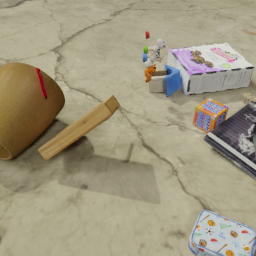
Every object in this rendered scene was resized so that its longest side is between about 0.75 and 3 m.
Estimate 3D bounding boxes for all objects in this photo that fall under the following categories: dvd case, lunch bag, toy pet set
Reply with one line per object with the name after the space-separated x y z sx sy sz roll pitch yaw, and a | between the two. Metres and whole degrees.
4.190 0.308 9.094 2.940 0.235 2.186 -31 56 -31 | dvd case
2.196 2.567 6.418 1.424 0.538 1.141 19 42 23 | lunch bag
1.371 -2.364 10.884 1.286 2.260 2.421 -3 40 10 | toy pet set

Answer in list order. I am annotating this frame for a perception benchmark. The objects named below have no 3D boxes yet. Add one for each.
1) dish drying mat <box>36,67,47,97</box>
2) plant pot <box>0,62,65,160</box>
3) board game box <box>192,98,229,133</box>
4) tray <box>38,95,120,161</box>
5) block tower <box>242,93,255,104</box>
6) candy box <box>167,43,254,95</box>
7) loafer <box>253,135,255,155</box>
-2.519 -1.328 8.187 0.077 0.850 0.327 -16 -1 -1 | dish drying mat
-3.548 -0.357 8.731 2.341 2.341 2.512 10 53 12 | plant pot
2.841 -0.402 9.678 0.800 0.800 0.801 -32 50 -32 | board game box
-1.372 -0.019 8.106 2.412 0.447 1.190 -34 10 17 | tray
4.888 -0.876 10.603 0.350 0.327 1.210 -20 45 -20 | block tower
3.441 -2.620 12.100 2.863 1.024 2.402 -9 41 -11 | candy box
2.571 0.396 5.405 0.364 0.318 1.012 16 24 22 | loafer
